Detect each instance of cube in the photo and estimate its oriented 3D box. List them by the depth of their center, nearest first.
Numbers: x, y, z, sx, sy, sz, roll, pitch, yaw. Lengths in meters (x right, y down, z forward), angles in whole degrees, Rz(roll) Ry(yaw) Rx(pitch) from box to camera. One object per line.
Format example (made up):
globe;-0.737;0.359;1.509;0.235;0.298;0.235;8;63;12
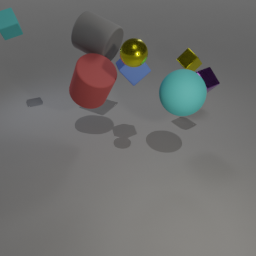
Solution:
cube;0.149;-1.846;8.437;0.700;0.700;0.700;-40;32;13
cube;2.630;-1.607;9.869;0.700;0.700;0.700;-24;80;-29
cube;-4.295;-3.715;10.025;0.700;0.700;0.700;-23;80;-10
cube;2.680;-2.903;12.221;0.700;0.700;0.700;55;17;28

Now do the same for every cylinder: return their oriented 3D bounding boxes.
cylinder;-1.238;-1.600;9.722;1.400;1.400;1.400;10;60;-17
cylinder;-1.095;-3.283;10.161;1.400;1.400;1.400;30;38;11

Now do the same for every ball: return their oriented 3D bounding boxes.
ball;0.145;-1.845;6.890;0.700;0.700;0.700;0;31;0
ball;1.635;-1.053;8.413;1.400;1.400;1.400;0;31;0
